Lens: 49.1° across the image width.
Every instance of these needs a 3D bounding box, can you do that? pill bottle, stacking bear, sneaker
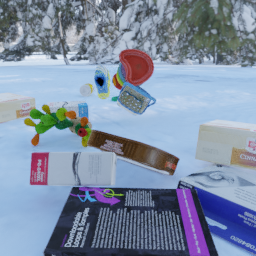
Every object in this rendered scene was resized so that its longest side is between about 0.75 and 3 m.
[{"bbox_3d":[-2.582,-2.468,17.919,0.743,0.743,1.326,2,16,6],"label":"pill bottle"},{"bbox_3d":[0.040,-2.314,12.301,1.411,1.507,2.482,-16,-2,-21],"label":"stacking bear"},{"bbox_3d":[-0.927,-1.834,10.058,0.593,0.823,1.566,-11,61,-2],"label":"sneaker"}]

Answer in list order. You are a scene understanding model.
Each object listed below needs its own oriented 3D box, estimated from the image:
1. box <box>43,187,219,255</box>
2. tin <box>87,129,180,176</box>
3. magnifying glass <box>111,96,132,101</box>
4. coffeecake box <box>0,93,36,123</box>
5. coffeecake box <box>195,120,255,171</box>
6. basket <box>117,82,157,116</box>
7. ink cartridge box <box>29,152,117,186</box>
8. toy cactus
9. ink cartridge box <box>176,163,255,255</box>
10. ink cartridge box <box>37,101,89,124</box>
[{"bbox_3d":[0.058,1.564,4.551,2.377,0.429,1.699,2,19,3],"label":"box"},{"bbox_3d":[0.064,0.592,6.856,2.497,0.523,1.398,13,-7,40],"label":"tin"},{"bbox_3d":[-0.075,-1.829,16.666,2.091,0.234,0.832,-12,20,-39],"label":"magnifying glass"},{"bbox_3d":[-5.550,-0.975,12.582,2.302,0.841,1.767,13,21,37],"label":"coffeecake box"},{"bbox_3d":[2.944,0.363,7.218,1.848,0.879,2.407,9,8,26],"label":"coffeecake box"},{"bbox_3d":[0.259,-1.205,11.170,1.404,1.107,1.592,32,-15,-10],"label":"basket"},{"bbox_3d":[-1.055,0.870,5.842,1.593,0.664,1.157,0,-11,2],"label":"ink cartridge box"},{"bbox_3d":[-1.969,-0.009,9.213,2.676,1.369,2.208,6,-2,29],"label":"toy cactus"},{"bbox_3d":[2.034,1.351,5.372,2.048,0.416,2.044,-15,22,-42],"label":"ink cartridge box"},{"bbox_3d":[-2.773,-0.692,11.892,2.084,0.695,1.207,-4,17,-14],"label":"ink cartridge box"}]
